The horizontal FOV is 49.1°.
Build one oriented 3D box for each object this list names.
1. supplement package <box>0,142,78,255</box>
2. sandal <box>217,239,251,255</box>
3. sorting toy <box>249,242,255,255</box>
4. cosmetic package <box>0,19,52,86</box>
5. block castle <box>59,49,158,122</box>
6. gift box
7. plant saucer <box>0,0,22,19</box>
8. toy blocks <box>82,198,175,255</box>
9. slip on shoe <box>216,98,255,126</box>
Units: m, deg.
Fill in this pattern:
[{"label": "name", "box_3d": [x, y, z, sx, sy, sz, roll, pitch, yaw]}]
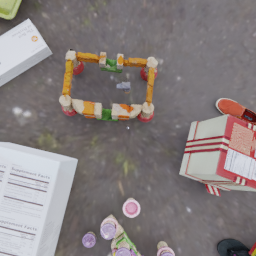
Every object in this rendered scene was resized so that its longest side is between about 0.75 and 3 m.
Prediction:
[{"label": "supplement package", "box_3d": [-2.527, 1.755, 6.322, 1.947, 1.961, 2.584, 13, 85, 1]}, {"label": "sandal", "box_3d": [2.973, 3.331, 6.988, 1.574, 0.377, 0.592, 35, 86, 3]}, {"label": "sorting toy", "box_3d": [3.507, 3.843, 6.666, 1.993, 0.698, 2.005, 35, 88, -7]}, {"label": "cosmetic package", "box_3d": [-3.242, -1.804, 7.342, 2.270, 0.575, 0.937, -34, 87, -3]}, {"label": "block castle", "box_3d": [-0.451, -0.989, 7.028, 2.368, 1.111, 1.582, 5, 81, -1]}, {"label": "gift box", "box_3d": [2.287, 0.740, 6.568, 1.689, 1.577, 1.558, 27, 74, -17]}, {"label": "plant saucer", "box_3d": [-3.777, -4.528, 7.510, 2.959, 0.708, 2.955, 20, 85, 2]}, {"label": "toy blocks", "box_3d": [-0.114, 2.897, 6.396, 1.939, 1.632, 1.812, -37, 86, -3]}, {"label": "slip on shoe", "box_3d": [2.889, -0.435, 7.325, 1.218, 0.373, 0.451, 29, 87, 4]}]
